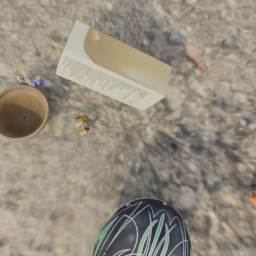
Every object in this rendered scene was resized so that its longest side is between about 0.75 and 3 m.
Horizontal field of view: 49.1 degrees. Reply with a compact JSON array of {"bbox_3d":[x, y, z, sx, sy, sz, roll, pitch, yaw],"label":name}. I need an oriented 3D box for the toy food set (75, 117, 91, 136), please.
[{"bbox_3d":[-1.286,-0.060,8.174,0.370,0.821,0.392,-25,109,-10],"label":"toy food set"}]

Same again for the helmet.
[{"bbox_3d":[0.319,2.935,6.421,2.442,2.328,2.442,7,54,-9],"label":"helmet"}]

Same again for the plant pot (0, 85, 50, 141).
[{"bbox_3d":[-3.039,-0.363,8.114,1.629,0.752,1.629,1,74,-2],"label":"plant pot"}]

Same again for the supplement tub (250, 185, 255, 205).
[{"bbox_3d":[3.879,1.661,7.670,0.674,0.674,1.100,40,74,9],"label":"supplement tub"}]

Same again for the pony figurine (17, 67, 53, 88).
[{"bbox_3d":[-2.846,-1.311,8.380,0.979,1.014,0.845,28,71,-8],"label":"pony figurine"}]

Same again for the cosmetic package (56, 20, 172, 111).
[{"bbox_3d":[-0.393,-1.581,7.652,2.808,1.477,0.998,22,70,-18],"label":"cosmetic package"}]
